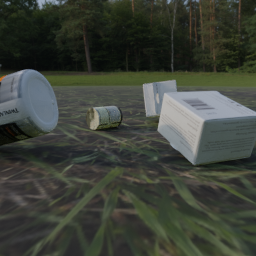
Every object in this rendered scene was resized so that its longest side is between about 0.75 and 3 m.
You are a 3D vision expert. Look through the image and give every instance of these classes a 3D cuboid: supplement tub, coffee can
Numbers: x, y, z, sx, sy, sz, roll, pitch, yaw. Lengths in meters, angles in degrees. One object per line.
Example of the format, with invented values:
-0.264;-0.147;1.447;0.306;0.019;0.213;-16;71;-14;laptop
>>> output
-2.810;-0.310;6.023;2.286;1.401;1.401;-14;7;13;supplement tub
-0.741;-0.337;8.823;0.943;0.690;0.690;-8;13;-43;coffee can

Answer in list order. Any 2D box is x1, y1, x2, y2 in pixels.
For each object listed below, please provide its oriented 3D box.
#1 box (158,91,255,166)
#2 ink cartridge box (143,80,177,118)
1.610;-0.073;5.740;1.448;0.947;1.441;-5;28;-23;box
1.158;-0.956;9.629;1.084;1.112;1.731;-7;1;8;ink cartridge box
